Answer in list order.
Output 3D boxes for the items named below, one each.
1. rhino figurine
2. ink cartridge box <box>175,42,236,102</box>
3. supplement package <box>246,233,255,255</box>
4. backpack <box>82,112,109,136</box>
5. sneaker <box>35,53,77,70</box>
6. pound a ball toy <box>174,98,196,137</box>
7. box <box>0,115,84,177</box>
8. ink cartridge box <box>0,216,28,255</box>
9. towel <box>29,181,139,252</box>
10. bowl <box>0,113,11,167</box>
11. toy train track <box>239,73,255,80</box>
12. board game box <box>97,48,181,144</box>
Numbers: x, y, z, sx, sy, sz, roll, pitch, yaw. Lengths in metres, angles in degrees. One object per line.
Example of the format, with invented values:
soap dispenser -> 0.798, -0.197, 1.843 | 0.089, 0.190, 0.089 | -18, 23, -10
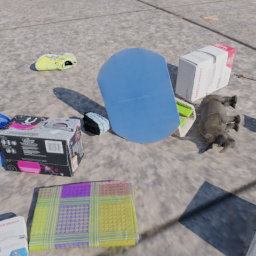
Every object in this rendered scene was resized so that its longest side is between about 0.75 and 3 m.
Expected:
rhino figurine -> 2.993, -0.170, 9.257 | 1.300, 0.889, 2.973 | 0, 39, 15
ink cartridge box -> 3.090, -2.261, 11.281 | 2.305, 1.669, 0.972 | -26, 45, -28
supplement package -> 3.747, 2.479, 5.620 | 2.132, 1.182, 1.660 | 25, 45, 28
backpack -> -1.042, -0.111, 9.235 | 0.682, 0.724, 0.887 | -12, 25, -26
sneaker -> -3.346, -3.065, 13.094 | 1.960, 0.739, 0.749 | -17, 41, -18
pound a ball toy -> 0.911, -0.390, 9.685 | 2.357, 1.001, 1.537 | 28, 72, 31
box -> -2.406, 0.458, 7.984 | 2.001, 1.322, 1.148 | 4, 31, 8
ink cartridge box -> -2.612, 2.562, 6.113 | 0.761, 0.446, 1.039 | -12, 39, -15
towel -> -1.002, 2.103, 6.849 | 2.542, 0.289, 1.826 | -4, 39, -3
bowl -> -4.961, 0.531, 8.604 | 2.997, 0.588, 2.997 | 0, 38, 0
toy train track -> 5.409, -2.264, 12.569 | 0.868, 0.141, 0.498 | 27, 38, 23
board game box -> 0.375, -0.985, 8.774 | 2.363, 2.991, 0.582 | -9, 16, 29
